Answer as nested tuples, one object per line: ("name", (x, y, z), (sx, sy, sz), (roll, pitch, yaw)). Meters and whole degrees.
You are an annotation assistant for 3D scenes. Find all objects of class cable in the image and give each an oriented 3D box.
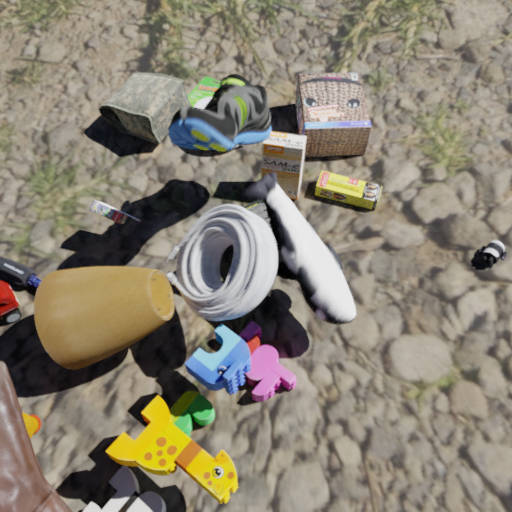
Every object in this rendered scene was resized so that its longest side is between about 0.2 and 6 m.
("cable", (-0.518, 0.134, 9.201), (1.927, 0.667, 1.928), (-50, 51, 19))
("cable", (-0.824, -3.088, 13.012), (1.386, 0.480, 1.386), (-20, 67, -16))

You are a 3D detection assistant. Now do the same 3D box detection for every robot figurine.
("robot figurine", (4.736, -0.049, 11.221), (0.419, 0.348, 0.557), (41, 64, 1))

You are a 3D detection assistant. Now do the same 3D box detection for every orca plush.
("orca plush", (0.557, 0.066, 9.581), (2.840, 1.010, 1.494), (50, 32, -18))

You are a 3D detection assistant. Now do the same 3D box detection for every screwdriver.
("screwdriver", (-3.865, 0.698, 10.656), (2.920, 0.407, 0.425), (25, 31, 19))

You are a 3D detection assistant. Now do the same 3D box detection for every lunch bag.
("lunch bag", (-2.629, -3.526, 13.067), (1.695, 0.996, 1.390), (22, 63, 23))

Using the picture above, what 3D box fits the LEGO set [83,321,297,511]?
("LEGO set", (-0.737, 2.786, 8.607), (1.742, 1.619, 4.245), (34, 64, 20))

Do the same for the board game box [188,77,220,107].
("board game box", (-1.341, -3.764, 13.715), (0.758, 0.238, 1.586), (26, 65, 17))

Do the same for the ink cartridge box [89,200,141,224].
("ink cartridge box", (-2.755, -0.791, 10.968), (0.911, 0.497, 0.229), (25, 91, 0))

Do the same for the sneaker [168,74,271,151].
("sneaker", (-0.595, -2.528, 9.836), (1.087, 1.270, 3.066), (9, 21, 22))

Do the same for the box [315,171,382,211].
("box", (1.992, -1.416, 12.113), (1.349, 0.338, 0.508), (16, 58, 10))

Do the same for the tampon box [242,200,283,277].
("tampon box", (0.195, -0.341, 11.043), (0.794, 0.942, 1.257), (-26, 60, -16))

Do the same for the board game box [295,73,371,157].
("board game box", (1.736, -3.290, 13.004), (1.484, 0.901, 1.861), (-3, 56, -2))

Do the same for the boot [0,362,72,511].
("boot", (-4.277, 3.390, 7.373), (3.175, 1.094, 3.407), (-28, 104, -29))

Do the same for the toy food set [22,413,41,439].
("toy food set", (-4.950, 3.385, 8.671), (1.464, 1.380, 3.067), (41, 83, 8))

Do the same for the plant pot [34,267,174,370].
("plant pot", (-2.364, 0.843, 9.304), (1.831, 1.707, 1.707), (-16, 55, 15))

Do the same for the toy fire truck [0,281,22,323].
("toy fire truck", (-5.077, 0.758, 10.074), (1.192, 1.355, 0.871), (-29, 62, -17))

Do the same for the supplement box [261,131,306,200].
("supplement box", (0.552, -1.891, 11.788), (0.853, 1.354, 0.498), (9, 46, 6))
